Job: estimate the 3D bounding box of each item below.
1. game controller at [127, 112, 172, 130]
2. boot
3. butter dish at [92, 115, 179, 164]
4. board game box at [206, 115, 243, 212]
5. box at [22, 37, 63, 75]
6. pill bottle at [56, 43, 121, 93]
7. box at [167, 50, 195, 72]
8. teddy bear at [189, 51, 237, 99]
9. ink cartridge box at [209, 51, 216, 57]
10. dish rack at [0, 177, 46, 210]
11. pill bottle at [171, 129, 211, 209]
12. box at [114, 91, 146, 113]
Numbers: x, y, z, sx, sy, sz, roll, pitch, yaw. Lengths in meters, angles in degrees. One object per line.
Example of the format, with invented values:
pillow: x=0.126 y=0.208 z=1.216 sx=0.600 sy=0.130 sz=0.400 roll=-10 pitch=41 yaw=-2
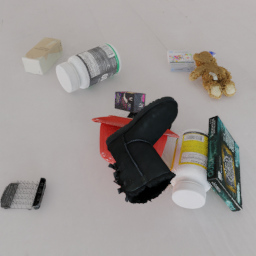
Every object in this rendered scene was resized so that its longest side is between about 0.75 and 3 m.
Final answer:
game controller: x=0.810 y=-0.146 z=11.536 sx=1.898 sy=0.400 sz=0.990 roll=19 pitch=48 yaw=19
boot: x=0.591 y=0.578 z=7.205 sx=2.509 sy=0.928 sz=2.056 roll=-36 pitch=46 yaw=11
butter dish: x=0.098 y=0.745 z=9.634 sx=2.817 sy=2.825 sz=2.088 roll=12 pitch=90 yaw=1
board game box: x=3.252 y=1.134 z=9.417 sx=0.384 sy=1.845 sz=2.728 roll=-21 pitch=34 yaw=35
box: x=-4.449 y=-3.820 z=14.776 sx=1.084 sy=0.887 sz=2.283 roll=12 pitch=46 yaw=12
pill bottle: x=-1.856 y=-2.857 z=13.339 sx=2.826 sy=1.598 sz=1.598 roll=-30 pitch=53 yaw=-26
box: x=2.807 y=-3.575 z=14.939 sx=1.285 sy=0.339 sz=1.648 roll=0 pitch=45 yaw=0
teddy bear: x=4.056 y=-2.462 z=13.587 sx=2.088 sy=0.962 sz=2.880 roll=-28 pitch=59 yaw=-16
ink cartridge box: x=4.441 y=-3.938 z=15.393 sx=0.397 sy=0.187 sz=0.845 roll=34 pitch=54 yaw=27
dish rack: x=-3.482 y=2.180 z=9.275 sx=1.426 sy=0.389 sz=1.094 roll=2 pitch=45 yaw=2
pill bottle: x=2.143 y=1.336 z=9.383 sx=1.385 sy=1.385 sz=2.488 roll=11 pitch=47 yaw=11
box: x=0.067 y=-0.961 z=10.113 sx=0.575 sy=0.662 sz=1.084 roll=-8 pitch=17 yaw=-40
